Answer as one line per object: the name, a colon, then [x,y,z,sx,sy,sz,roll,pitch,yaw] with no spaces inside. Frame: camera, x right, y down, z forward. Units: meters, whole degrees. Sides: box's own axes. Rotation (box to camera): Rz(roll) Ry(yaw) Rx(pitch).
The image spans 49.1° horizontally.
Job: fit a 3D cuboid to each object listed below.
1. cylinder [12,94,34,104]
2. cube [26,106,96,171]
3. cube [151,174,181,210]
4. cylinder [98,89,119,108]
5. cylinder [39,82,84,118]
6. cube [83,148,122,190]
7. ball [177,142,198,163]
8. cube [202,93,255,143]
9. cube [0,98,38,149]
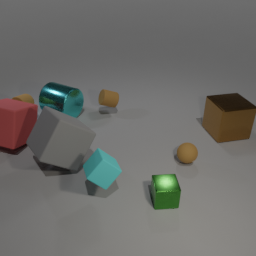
cylinder: [-4.318,-0.997,11.443,0.700,0.700,0.700,7,19,12]
cube: [-2.165,0.337,9.018,1.400,1.400,1.400,25,5,-42]
cube: [1.055,1.802,7.952,0.700,0.700,0.700,-2,32,-5]
cylinder: [-0.857,-1.304,12.385,0.700,0.700,0.700,10,24,-29]
cylinder: [-2.895,-1.185,12.232,1.400,1.400,1.400,17,35,23]
cube: [-0.718,1.120,7.719,0.700,0.700,0.700,37,7,-28]
ball: [1.992,0.836,9.411,0.700,0.700,0.700,0,31,0]
cube: [3.931,-0.430,11.025,1.400,1.400,1.400,-7,31,-11]
cube: [-4.317,-0.202,10.242,1.400,1.400,1.400,12,16,12]
